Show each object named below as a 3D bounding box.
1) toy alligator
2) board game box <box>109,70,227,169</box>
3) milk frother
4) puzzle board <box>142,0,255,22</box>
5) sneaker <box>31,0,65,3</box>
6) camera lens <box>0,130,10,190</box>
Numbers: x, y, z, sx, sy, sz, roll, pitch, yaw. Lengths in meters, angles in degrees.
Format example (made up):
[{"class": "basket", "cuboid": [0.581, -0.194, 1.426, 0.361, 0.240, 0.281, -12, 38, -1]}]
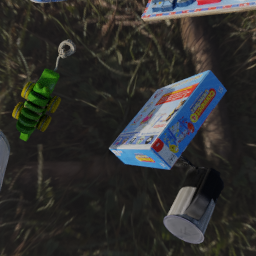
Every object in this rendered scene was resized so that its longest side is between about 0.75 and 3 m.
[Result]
[{"class": "toy alligator", "cuboid": [-1.828, -0.685, 5.887, 0.753, 0.689, 2.538, 29, 109, -8]}, {"class": "board game box", "cuboid": [0.480, -0.083, 3.863, 0.371, 1.326, 1.299, 45, 71, -15]}, {"class": "milk frother", "cuboid": [0.867, 1.032, 4.534, 1.119, 1.010, 1.053, 17, 47, 25]}, {"class": "puzzle board", "cuboid": [1.399, -2.398, 4.240, 2.203, 0.192, 1.660, 8, 68, 34]}, {"class": "sneaker", "cuboid": [-1.057, -3.144, 5.887, 2.290, 0.867, 0.882, -27, 40, -7]}, {"class": "camera lens", "cuboid": [-3.057, 0.827, 4.984, 1.556, 1.556, 1.946, -11, 40, -2]}]
